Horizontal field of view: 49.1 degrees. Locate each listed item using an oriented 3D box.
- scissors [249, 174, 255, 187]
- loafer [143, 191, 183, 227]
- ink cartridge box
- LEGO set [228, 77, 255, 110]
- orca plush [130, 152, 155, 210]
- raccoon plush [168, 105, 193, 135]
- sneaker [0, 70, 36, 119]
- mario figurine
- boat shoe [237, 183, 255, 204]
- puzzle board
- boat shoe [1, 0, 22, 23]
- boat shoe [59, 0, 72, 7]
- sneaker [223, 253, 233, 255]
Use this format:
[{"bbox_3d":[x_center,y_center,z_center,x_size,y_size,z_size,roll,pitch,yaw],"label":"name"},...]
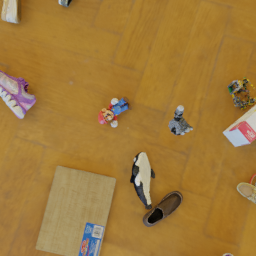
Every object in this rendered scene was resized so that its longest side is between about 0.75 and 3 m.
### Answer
[{"bbox_3d":[5.032,1.507,10.329,0.647,0.123,1.769,24,83,7],"label":"scissors"},{"bbox_3d":[1.277,2.891,9.837,1.710,0.607,0.625,-41,82,-7],"label":"loafer"},{"bbox_3d":[4.496,-0.196,10.058,1.768,1.283,0.737,-40,84,-7],"label":"ink cartridge box"},{"bbox_3d":[4.359,-1.367,10.571,0.950,0.716,1.235,-5,80,-1],"label":"LEGO set"},{"bbox_3d":[0.445,1.930,10.135,1.067,0.721,2.028,-10,81,-47],"label":"orca plush"},{"bbox_3d":[1.901,-0.234,9.302,0.810,1.210,0.585,-16,54,-32],"label":"raccoon plush"},{"bbox_3d":[-4.396,-1.592,10.550,1.110,1.010,2.511,-39,86,-13],"label":"sneaker"},{"bbox_3d":[-0.478,-0.566,10.431,1.376,0.729,0.849,-34,83,-7],"label":"mario figurine"},{"bbox_3d":[4.570,2.423,9.950,1.397,0.464,0.517,28,98,5],"label":"boat shoe"},{"bbox_3d":[-1.821,3.025,10.009,2.224,0.257,2.951,12,80,1],"label":"puzzle board"},{"bbox_3d":[-4.728,-5.345,11.249,0.782,0.834,2.262,0,80,-6],"label":"boat shoe"},{"bbox_3d":[-2.303,-5.588,11.486,0.410,0.491,1.373,32,87,6],"label":"boat shoe"},{"bbox_3d":[3.236,4.934,9.483,0.550,0.569,1.363,24,81,4],"label":"sneaker"}]
